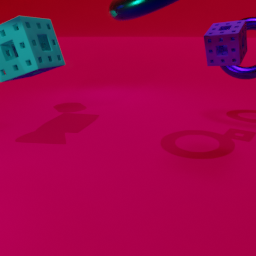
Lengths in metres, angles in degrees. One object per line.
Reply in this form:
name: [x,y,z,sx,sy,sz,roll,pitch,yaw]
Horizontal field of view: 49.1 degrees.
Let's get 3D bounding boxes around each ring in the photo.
ring: [0.517,-2.532,5.208,1.892,0.378,1.892,-20,29,12]
ring: [3.558,-2.355,8.275,1.869,1.869,0.374,11,0,28]

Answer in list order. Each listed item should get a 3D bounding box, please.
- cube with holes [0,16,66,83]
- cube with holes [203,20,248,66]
cube with holes: [-2.791,-2.131,7.660,1.312,1.312,1.312,-12,12,23]
cube with holes: [2.254,-1.933,6.425,0.741,0.741,0.741,6,42,33]
